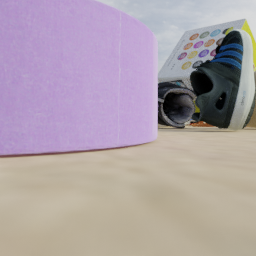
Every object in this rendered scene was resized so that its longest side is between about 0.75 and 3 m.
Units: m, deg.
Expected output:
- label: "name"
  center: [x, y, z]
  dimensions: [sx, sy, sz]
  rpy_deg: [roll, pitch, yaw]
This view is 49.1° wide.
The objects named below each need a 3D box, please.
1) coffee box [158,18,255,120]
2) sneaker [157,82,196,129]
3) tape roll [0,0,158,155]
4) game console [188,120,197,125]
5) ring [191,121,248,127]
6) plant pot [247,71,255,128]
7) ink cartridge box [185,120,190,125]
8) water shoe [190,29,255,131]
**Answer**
- label: "coffee box"
  center: [3.269, -2.015, 10.690]
  dimensions: [2.656, 2.682, 2.686]
  rpy_deg: [8, -30, 48]
- label: "sneaker"
  center: [1.122, -0.471, 7.092]
  dimensions: [2.890, 1.091, 1.645]
  rpy_deg: [13, 6, -45]
- label: "tape roll"
  center: [-1.195, -0.367, 2.835]
  dimensions: [2.978, 0.977, 2.978]
  rpy_deg: [0, 1, 0]
- label: "game console"
  center: [2.358, -0.570, 12.078]
  dimensions: [1.430, 0.849, 1.233]
  rpy_deg: [-1, 1, -37]
- label: "ring"
  center: [3.353, -0.171, 8.764]
  dimensions: [2.675, 0.257, 2.675]
  rpy_deg: [-1, 2, 0]
- label: "plant pot"
  center: [3.136, -0.536, 6.065]
  dimensions: [1.400, 1.400, 0.940]
  rpy_deg: [-2, 27, -44]
- label: "ink cartridge box"
  center: [1.077, -0.500, 9.546]
  dimensions: [1.472, 0.834, 2.008]
  rpy_deg: [1, 2, 34]
- label: "water shoe"
  center: [1.799, -1.159, 5.518]
  dimensions: [1.090, 0.988, 2.762]
  rpy_deg: [9, 46, 7]
